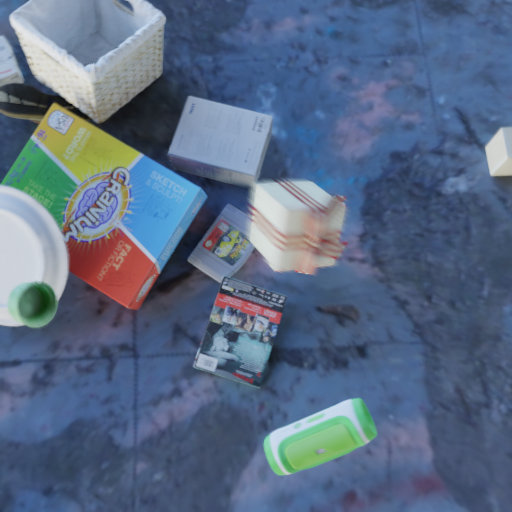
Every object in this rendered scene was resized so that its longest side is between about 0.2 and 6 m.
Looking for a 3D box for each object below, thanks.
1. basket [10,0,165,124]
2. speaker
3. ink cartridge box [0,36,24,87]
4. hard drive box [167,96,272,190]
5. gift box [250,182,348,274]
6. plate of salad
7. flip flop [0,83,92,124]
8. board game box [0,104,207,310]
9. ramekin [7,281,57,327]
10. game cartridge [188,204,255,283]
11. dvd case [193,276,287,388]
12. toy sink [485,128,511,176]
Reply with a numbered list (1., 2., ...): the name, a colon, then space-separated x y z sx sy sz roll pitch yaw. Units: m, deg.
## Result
1. basket: -3.056 -3.924 10.539 1.994 1.618 2.012 37 65 10
2. speaker: 0.946 2.710 8.367 1.590 0.703 0.703 -27 75 11
3. ink cartridge box: -5.218 -3.844 11.314 0.690 0.397 0.946 -23 76 -6
4. hard drive box: -0.660 -2.163 10.705 1.694 0.651 1.321 16 75 4
5. gift box: 0.776 -0.544 9.312 1.385 1.278 1.293 -10 32 -21
6. plate of salad: -4.310 0.005 9.656 2.452 0.589 2.452 2 102 11
7. flip flop: -4.167 -2.881 11.016 1.893 0.545 0.768 4 66 -15
8. board game box: -2.902 -0.906 10.149 3.234 0.652 2.475 30 86 8
9. ramekin: -3.094 0.655 7.708 0.307 0.628 0.628 1 71 35
10. game cartridge: -0.524 -0.211 10.375 0.896 0.275 1.346 33 77 4
11. dvd case: -0.271 1.328 9.862 1.230 0.185 1.685 17 78 -1
12. toy sink: 5.123 -2.005 10.596 1.212 0.790 0.679 -3 74 0
